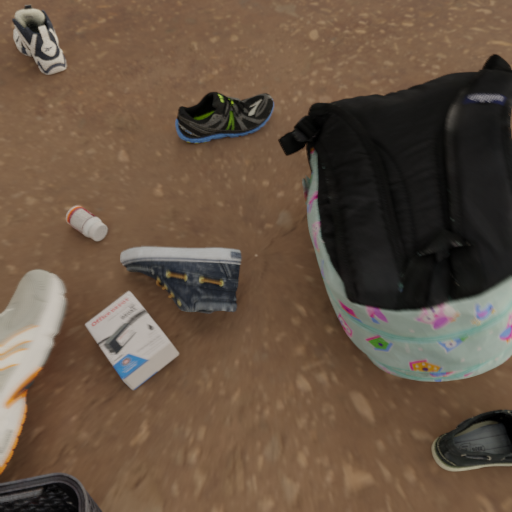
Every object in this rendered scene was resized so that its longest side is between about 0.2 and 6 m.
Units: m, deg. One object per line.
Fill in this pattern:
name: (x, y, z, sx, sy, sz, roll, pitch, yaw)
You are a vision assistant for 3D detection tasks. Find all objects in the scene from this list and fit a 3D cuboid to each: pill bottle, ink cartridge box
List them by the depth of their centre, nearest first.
ink cartridge box: (-1.755, 1.171, 7.870, 0.804, 0.468, 1.112, -38, 59, -13)
pill bottle: (-2.848, -0.540, 9.437, 0.680, 0.373, 0.373, 32, 57, 23)

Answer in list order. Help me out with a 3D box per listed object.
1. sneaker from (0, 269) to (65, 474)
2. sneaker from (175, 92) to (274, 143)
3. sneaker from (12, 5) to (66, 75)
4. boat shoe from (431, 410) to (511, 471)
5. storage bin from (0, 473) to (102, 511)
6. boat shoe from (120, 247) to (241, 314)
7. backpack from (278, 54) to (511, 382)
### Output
sneaker: (-3.466, 1.312, 7.038, 1.440, 1.185, 3.131, 26, 45, -22)
sneaker: (-0.586, -2.818, 11.013, 2.054, 0.851, 0.728, -17, 54, -13)
sneaker: (-5.045, -5.134, 12.630, 0.812, 1.323, 2.034, -23, 54, -19)
boat shoe: (3.097, 2.225, 7.002, 1.756, 0.582, 0.656, -6, 51, -5)
storage bin: (-2.415, 3.796, 5.215, 1.956, 1.357, 2.894, -8, 52, -7)
boat shoe: (-1.209, 0.369, 8.431, 2.088, 0.739, 0.948, 0, 84, 27)
backpack: (2.324, -0.475, 7.781, 3.503, 2.657, 4.198, -15, 46, 19)
